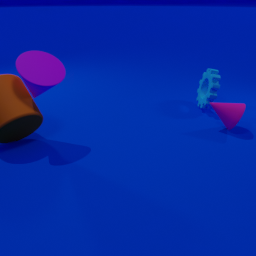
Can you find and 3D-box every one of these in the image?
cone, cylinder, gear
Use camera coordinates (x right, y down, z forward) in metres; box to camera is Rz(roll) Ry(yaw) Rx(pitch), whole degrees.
[{"bbox_3d":[-2.336,-1.146,7.246,1.173,1.178,1.173,15,50,-18],"label":"cone"},{"bbox_3d":[-3.132,-0.493,7.371,1.328,1.328,1.328,-23,72,-38],"label":"cylinder"},{"bbox_3d":[2.763,-0.524,8.145,0.876,0.873,0.873,29,30,1],"label":"cone"},{"bbox_3d":[2.714,-1.325,9.526,0.249,1.348,1.348,10,25,-6],"label":"gear"}]
